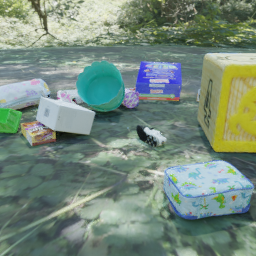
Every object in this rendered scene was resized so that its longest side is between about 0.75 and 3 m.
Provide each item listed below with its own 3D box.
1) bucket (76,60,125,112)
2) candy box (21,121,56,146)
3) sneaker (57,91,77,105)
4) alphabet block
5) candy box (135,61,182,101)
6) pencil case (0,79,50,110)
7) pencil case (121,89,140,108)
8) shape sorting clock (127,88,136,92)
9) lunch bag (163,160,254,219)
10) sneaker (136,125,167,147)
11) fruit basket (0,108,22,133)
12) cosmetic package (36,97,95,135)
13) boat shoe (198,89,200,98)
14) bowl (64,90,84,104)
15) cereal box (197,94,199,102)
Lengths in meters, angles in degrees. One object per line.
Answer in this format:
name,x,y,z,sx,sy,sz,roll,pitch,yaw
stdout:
bucket,-1.163,-1.801,12.718,2.154,2.154,1.402,3,-13,8
candy box,-3.280,0.153,10.198,0.856,0.414,1.468,-12,25,-31
sneaker,-2.898,-1.213,13.364,0.899,0.829,2.037,-4,29,-12
alphabet block,4.169,-1.006,9.778,2.873,2.889,2.942,-1,21,2
candy box,1.759,-2.714,15.925,2.443,1.113,2.889,4,35,7
pencil case,-5.195,-1.493,13.399,1.345,1.233,2.966,40,37,21
pencil case,-0.189,-1.687,14.262,0.890,0.907,2.121,37,0,-32
shape sorting clock,0.387,-2.261,16.756,1.334,0.262,1.334,0,21,0
lunch bag,1.799,1.367,6.511,1.814,0.748,1.459,-6,23,-14
sneaker,0.817,0.255,9.880,0.588,0.492,1.328,-14,34,-32
fruit basket,-4.815,-0.285,10.984,1.453,1.048,1.453,6,-22,3
cosmetic package,-2.334,-0.442,10.440,1.526,0.938,1.521,8,10,-43
boat shoe,3.944,-1.104,12.807,0.957,0.885,2.592,0,-7,33
bowl,-3.009,-1.693,14.948,1.354,0.505,1.352,0,21,-5
cereal box,5.030,-1.608,14.726,2.361,0.467,1.699,13,24,30
